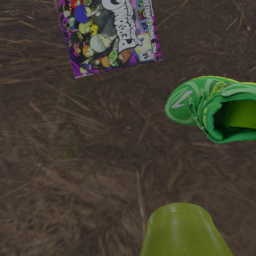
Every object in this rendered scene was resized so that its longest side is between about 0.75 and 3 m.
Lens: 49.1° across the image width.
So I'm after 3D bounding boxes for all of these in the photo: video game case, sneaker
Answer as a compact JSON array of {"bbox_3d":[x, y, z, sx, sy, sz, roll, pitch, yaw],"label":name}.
[{"bbox_3d":[-0.552,-2.754,6.988,2.372,2.617,0.469,-7,18,17],"label":"video game case"},{"bbox_3d":[1.668,-0.387,5.232,1.225,1.085,2.930,-19,16,-33],"label":"sneaker"}]

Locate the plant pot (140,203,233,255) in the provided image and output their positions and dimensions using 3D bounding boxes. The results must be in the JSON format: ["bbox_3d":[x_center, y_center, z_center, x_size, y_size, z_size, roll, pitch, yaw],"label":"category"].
[{"bbox_3d":[0.694,1.709,3.400,1.418,1.418,1.366,1,32,1],"label":"plant pot"}]
